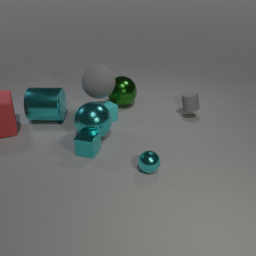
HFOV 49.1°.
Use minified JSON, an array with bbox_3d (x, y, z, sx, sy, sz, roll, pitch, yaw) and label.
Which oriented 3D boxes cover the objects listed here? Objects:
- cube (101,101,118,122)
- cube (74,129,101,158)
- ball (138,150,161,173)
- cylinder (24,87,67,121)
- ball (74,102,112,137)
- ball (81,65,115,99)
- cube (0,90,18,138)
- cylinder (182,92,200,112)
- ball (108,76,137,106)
[{"bbox_3d":[-0.904,-0.656,11.821,0.700,0.700,0.700,-23,36,-35],"label":"cube"},{"bbox_3d":[-1.382,0.528,9.644,0.700,0.700,0.700,8,32,14],"label":"cube"},{"bbox_3d":[0.666,1.048,8.722,0.700,0.700,0.700,0,29,0],"label":"ball"},{"bbox_3d":[-3.407,-0.984,11.676,1.400,1.400,1.400,1,29,1],"label":"cylinder"},{"bbox_3d":[-1.293,-0.276,10.398,1.400,1.400,1.400,0,29,0],"label":"ball"},{"bbox_3d":[-1.227,-1.922,11.656,1.400,1.400,1.400,0,29,0],"label":"ball"},{"bbox_3d":[-5.136,-0.519,10.789,1.400,1.400,1.400,-10,31,-19],"label":"cube"},{"bbox_3d":[2.677,-1.120,11.977,0.700,0.700,0.700,-10,22,4],"label":"cylinder"},{"bbox_3d":[-0.280,-1.706,13.004,1.400,1.400,1.400,0,29,0],"label":"ball"}]
